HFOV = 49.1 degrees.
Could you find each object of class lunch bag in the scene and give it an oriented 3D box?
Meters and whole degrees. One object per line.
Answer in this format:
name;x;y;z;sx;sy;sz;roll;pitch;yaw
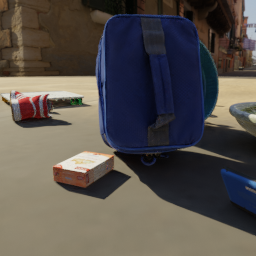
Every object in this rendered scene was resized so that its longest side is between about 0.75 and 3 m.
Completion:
lunch bag;0.302;-0.584;4.736;1.635;2.406;1.592;-3;-6;-7

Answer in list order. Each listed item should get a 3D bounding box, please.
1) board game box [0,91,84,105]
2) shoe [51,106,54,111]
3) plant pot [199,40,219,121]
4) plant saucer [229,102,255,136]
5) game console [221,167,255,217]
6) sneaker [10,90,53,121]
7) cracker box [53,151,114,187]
board game box;-3.795;-1.278;12.221;2.920;0.378;2.920;-7;15;-31
shoe;-3.325;-0.780;10.066;1.419;0.496;0.379;4;-24;20
plant pot;0.829;-1.092;7.583;2.320;2.320;2.180;-8;-1;-34
plant saucer;3.373;0.041;5.309;2.835;0.711;2.835;3;13;-1
game console;1.556;0.713;2.907;0.546;0.787;0.922;-34;25;-19
sneaker;-3.112;-0.775;8.993;1.233;0.781;2.193;-9;22;-21
cracker box;-0.629;0.580;4.121;0.545;0.235;0.814;6;14;24
